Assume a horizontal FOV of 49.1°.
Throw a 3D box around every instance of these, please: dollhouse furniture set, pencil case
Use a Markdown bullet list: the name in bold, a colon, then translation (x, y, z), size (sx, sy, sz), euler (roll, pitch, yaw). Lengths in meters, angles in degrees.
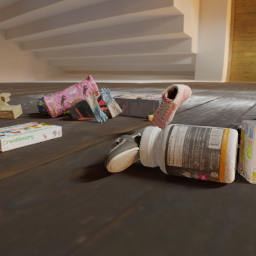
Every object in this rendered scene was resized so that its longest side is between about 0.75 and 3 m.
- **dollhouse furniture set**: translation (-6.407, -1.760, 13.944), size (2.888, 1.606, 2.554), euler (2, 28, 12)
- **pencil case**: translation (-2.693, -1.526, 13.464), size (2.693, 1.165, 1.115), euler (-26, -11, -8)

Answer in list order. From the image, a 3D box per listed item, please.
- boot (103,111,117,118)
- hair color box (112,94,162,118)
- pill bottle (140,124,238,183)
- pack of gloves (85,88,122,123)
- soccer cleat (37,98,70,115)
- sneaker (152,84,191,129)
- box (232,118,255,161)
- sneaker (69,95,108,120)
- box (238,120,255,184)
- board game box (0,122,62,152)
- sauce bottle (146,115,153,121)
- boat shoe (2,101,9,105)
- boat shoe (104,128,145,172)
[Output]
- **boot**: translation (-0.998, -0.597, 13.166), size (1.036, 0.387, 0.502), euler (-2, 19, 42)
- **hair color box**: translation (0.625, -1.138, 14.179), size (2.997, 0.909, 1.484), euler (8, 15, 34)
- **pill bottle**: translation (1.331, 0.507, 6.162), size (1.973, 1.148, 1.148), euler (5, 13, 24)
- **pack of gloves**: translation (-1.087, -0.981, 12.008), size (1.147, 1.365, 0.269), euler (-32, -6, 13)
- **soccer cleat**: translation (-3.436, -1.217, 14.373), size (2.339, 0.979, 0.756), euler (-5, 14, -24)
- **sneaker**: translation (1.262, -0.735, 9.383), size (0.690, 1.834, 0.959), euler (50, 25, 25)
- **box**: translation (3.927, 0.356, 7.410), size (1.691, 0.889, 2.065), euler (11, 16, 40)
- **sneaker**: translation (-1.825, -0.821, 13.460), size (2.561, 0.944, 1.111), euler (-27, -7, -46)
- **box**: translation (2.832, 0.493, 6.006), size (0.625, 1.233, 0.694), euler (0, 10, 0)
- **board game box**: translation (-3.496, 0.224, 9.177), size (1.417, 0.388, 2.244), euler (9, 16, 34)
- **sauce bottle**: translation (1.248, -0.462, 12.658), size (0.821, 0.271, 0.271), euler (-2, 12, -20)
- **boat shoe**: translation (-6.513, -1.089, 14.709), size (0.602, 0.588, 1.591), euler (6, 14, 27)
- **boat shoe**: translation (0.025, 0.465, 6.759), size (0.687, 0.806, 2.411), euler (47, 24, 17)
